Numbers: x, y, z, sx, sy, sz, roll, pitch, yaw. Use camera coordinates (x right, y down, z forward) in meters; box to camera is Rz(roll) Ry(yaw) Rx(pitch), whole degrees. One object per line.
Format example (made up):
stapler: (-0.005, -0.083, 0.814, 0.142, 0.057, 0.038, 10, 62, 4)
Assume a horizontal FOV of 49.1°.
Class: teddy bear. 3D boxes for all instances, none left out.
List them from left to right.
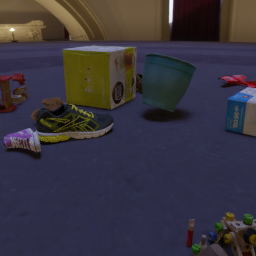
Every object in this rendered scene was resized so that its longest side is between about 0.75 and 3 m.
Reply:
teddy bear: (-2.086, -0.305, 8.082, 1.239, 0.571, 1.709, -20, 35, -27)

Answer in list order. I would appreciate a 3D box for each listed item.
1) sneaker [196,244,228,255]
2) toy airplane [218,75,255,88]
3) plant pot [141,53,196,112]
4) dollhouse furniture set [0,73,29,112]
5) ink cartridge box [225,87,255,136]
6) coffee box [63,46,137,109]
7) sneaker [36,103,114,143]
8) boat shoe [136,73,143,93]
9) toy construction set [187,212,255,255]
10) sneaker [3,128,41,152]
sneaker: (1.063, 1.761, 2.811, 0.462, 0.431, 1.224, -29, 27, -5)
toy airplane: (5.274, -2.195, 13.121, 2.118, 0.390, 2.118, 2, 19, -1)
plant pot: (1.116, -1.328, 8.624, 1.583, 1.487, 1.583, 15, 6, -2)
dollhouse furniture set: (-4.289, -1.377, 9.919, 0.855, 1.132, 2.103, -1, 21, -3)
ink cartridge box: (4.007, -0.349, 7.405, 2.289, 0.965, 1.671, 17, 26, 37)
coffee box: (-0.970, -1.927, 10.195, 1.943, 1.940, 1.922, 11, 23, 26)
sneaker: (-1.314, -0.209, 7.159, 2.105, 0.891, 0.784, -12, 24, -28)
boat shoe: (0.960, -1.752, 11.432, 0.794, 0.751, 2.208, -18, 27, -40)
toy construction set: (1.218, 1.283, 3.460, 0.933, 0.717, 0.779, 4, 21, 13)
sneaker: (-2.427, 0.351, 6.378, 0.713, 0.453, 1.250, -15, 14, -29)
